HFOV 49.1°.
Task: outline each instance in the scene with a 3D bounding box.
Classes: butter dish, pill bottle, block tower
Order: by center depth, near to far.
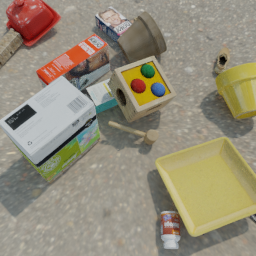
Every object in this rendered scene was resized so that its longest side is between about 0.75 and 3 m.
[{"bbox_3d":[1.307,3.132,8.605,0.584,0.584,1.041,2,61,1],"label":"pill bottle"},{"bbox_3d":[-5.356,-3.396,12.148,0.569,0.532,1.969,23,69,15],"label":"block tower"},{"bbox_3d":[-4.504,-5.149,12.490,2.128,1.573,2.123,-44,68,-7],"label":"butter dish"}]

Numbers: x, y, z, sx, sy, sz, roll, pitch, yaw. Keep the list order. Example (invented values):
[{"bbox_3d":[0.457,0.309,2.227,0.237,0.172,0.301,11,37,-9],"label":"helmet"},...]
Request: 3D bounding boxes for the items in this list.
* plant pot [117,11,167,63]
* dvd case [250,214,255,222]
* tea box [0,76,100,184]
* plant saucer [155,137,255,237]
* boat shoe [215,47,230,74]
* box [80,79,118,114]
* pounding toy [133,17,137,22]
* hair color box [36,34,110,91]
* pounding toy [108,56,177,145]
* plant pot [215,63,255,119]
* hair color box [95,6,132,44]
[{"bbox_3d":[0.487,-3.654,11.835,1.616,1.863,1.863,-31,64,1],"label":"plant pot"},{"bbox_3d":[4.253,2.582,9.203,0.884,0.071,0.657,-36,67,-18],"label":"dvd case"},{"bbox_3d":[-2.385,0.124,9.224,1.635,2.407,2.447,40,68,20],"label":"tea box"},{"bbox_3d":[2.635,1.854,9.038,2.810,0.681,2.809,-17,49,-9],"label":"plant saucer"},{"bbox_3d":[4.129,-2.981,12.056,0.533,0.482,1.496,16,62,9],"label":"boat shoe"},{"bbox_3d":[-0.639,-1.405,11.123,2.350,0.577,0.967,-24,64,-13],"label":"box"},{"bbox_3d":[0.695,-4.664,13.001,0.819,0.632,0.889,-21,56,-16],"label":"pounding toy"},{"bbox_3d":[-2.044,-2.272,11.052,2.797,1.551,0.894,-41,69,-19],"label":"hair color box"},{"bbox_3d":[0.447,-0.826,9.888,2.443,1.272,2.780,-24,80,-24],"label":"pounding toy"},{"bbox_3d":[4.372,-1.286,10.515,1.794,1.794,1.688,-9,77,-5],"label":"plant pot"},{"bbox_3d":[-0.520,-4.675,12.929,1.002,0.607,2.004,-37,67,-19],"label":"hair color box"}]
